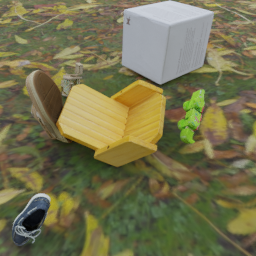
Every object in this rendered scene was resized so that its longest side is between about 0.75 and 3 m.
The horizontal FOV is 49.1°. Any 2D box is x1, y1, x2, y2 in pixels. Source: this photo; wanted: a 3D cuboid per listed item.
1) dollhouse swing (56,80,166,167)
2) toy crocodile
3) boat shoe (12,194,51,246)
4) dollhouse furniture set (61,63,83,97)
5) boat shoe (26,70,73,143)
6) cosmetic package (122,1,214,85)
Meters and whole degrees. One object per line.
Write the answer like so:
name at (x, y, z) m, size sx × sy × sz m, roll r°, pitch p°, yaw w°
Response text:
dollhouse swing at (-0.356, -0.410, 6.497) m, size 1.741 × 1.684 × 1.915 m, roll -27°, pitch 37°, yaw 38°
toy crocodile at (1.610, -0.312, 6.863) m, size 0.460 × 0.503 × 1.490 m, roll 32°, pitch 60°, yaw -19°
boat shoe at (-1.662, 1.638, 4.760) m, size 0.438 × 1.170 × 0.362 m, roll 31°, pitch 19°, yaw -24°
dollhouse furniture set at (-1.968, -1.679, 9.073) m, size 0.570 × 1.024 × 0.906 m, roll -14°, pitch 37°, yaw -38°
boat shoe at (-1.923, -0.388, 6.567) m, size 0.709 × 2.197 × 0.783 m, roll 2°, pitch 50°, yaw 15°
cosmetic package at (1.370, -3.191, 10.135) m, size 2.493 × 2.074 × 2.086 m, roll -27°, pitch 47°, yaw -34°
